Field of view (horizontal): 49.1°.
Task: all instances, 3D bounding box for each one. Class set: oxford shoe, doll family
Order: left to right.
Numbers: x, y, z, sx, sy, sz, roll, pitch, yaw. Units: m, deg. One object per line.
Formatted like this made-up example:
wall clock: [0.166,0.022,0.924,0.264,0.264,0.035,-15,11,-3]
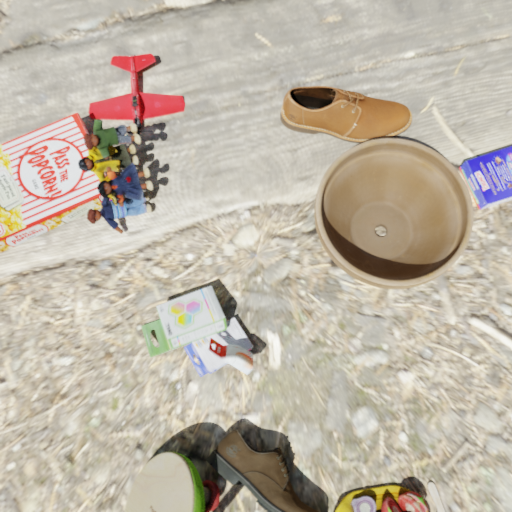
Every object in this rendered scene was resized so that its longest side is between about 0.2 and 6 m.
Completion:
doll family: [-2.653,-1.432,10.293,1.195,0.811,2.067,-21,98,-32]
oxford shoe: [0.303,3.662,9.143,2.185,0.794,0.922,36,75,10]
oxford shoe: [1.822,-2.858,11.050,2.650,0.944,0.945,3,72,-1]

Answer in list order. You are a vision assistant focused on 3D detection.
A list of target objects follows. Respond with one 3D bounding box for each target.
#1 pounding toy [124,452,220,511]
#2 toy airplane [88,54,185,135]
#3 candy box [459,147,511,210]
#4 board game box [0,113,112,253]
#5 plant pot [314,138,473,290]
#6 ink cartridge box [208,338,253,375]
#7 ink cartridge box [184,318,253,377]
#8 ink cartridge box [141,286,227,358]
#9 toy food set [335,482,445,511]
pounding toy: [-1.117,4.290,8.746,1.766,1.062,2.288,-47,37,17]
toy airplane: [-2.454,-3.382,11.490,2.000,0.368,2.000,1,73,-2]
candy box: [4.714,-1.523,10.887,1.147,0.442,0.970,-17,76,-6]
board game box: [-4.167,-1.427,10.784,2.460,0.570,1.864,-26,75,-8]
plant pot: [2.371,-0.635,10.191,2.734,1.262,2.734,0,73,-1]
ink cartridge box: [-0.420,1.635,9.521,0.797,0.646,0.200,35,98,-8]
ink cartridge box: [-0.676,1.643,10.005,1.076,0.226,0.642,-29,73,-16]
ink cartridge box: [-1.313,1.156,9.909,1.449,0.430,0.752,-20,51,-9]
toy food set: [2.223,4.350,8.997,2.009,0.656,1.182,-10,73,-3]
